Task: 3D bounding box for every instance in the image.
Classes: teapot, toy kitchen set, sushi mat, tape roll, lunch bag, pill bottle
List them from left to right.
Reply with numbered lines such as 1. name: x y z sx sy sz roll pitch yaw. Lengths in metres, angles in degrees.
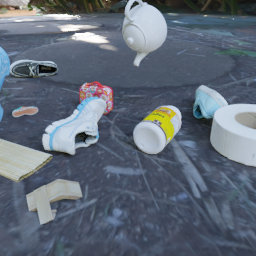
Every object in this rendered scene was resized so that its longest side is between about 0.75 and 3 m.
1. sushi mat: -3.551 0.778 7.927 2.643 0.160 1.264 13 29 24
2. toy kitchen set: -1.570 1.665 6.143 0.895 0.807 0.730 -27 66 16
3. lunch bag: -1.217 -1.188 10.579 1.333 1.174 0.546 14 31 24
4. teapot: 0.400 -3.243 9.453 1.239 1.697 1.675 -44 8 -29
5. pill bottle: 0.985 -0.039 8.556 1.006 1.006 1.842 14 31 25
6. tape roll: 3.774 0.141 8.357 2.496 0.873 2.496 0 28 0

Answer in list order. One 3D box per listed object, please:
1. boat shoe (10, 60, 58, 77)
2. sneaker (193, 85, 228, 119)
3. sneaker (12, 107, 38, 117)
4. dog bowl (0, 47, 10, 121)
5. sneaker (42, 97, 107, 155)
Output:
1. boat shoe: -4.868 -3.079 14.560 2.410 0.852 0.767 -10 28 -22
2. sneaker: 2.747 -0.906 10.369 1.045 0.943 2.551 -41 4 8
3. sneaker: -3.858 -0.677 10.515 0.928 0.331 0.371 -11 34 -17
4. dog bowl: -3.348 -0.932 6.088 1.237 2.220 0.550 9 -5 -13
5. sneaker: -1.289 -0.014 8.735 1.207 1.044 2.785 19 41 21
